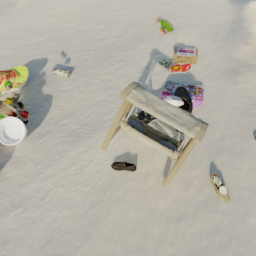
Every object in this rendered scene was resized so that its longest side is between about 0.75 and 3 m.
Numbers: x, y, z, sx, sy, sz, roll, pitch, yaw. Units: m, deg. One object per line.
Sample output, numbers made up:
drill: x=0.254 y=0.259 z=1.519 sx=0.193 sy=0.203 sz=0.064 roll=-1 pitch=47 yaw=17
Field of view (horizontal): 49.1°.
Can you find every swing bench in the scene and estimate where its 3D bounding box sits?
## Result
swing bench: x=0.882 y=0.066 z=8.993 sx=2.592 sy=2.606 sz=1.691 roll=32 pitch=44 yaw=8

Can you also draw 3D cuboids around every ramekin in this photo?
ramekin: x=-4.409 y=0.128 z=10.698 sx=1.087 sy=1.087 sz=0.530 roll=-5 pitch=-3 yaw=-6

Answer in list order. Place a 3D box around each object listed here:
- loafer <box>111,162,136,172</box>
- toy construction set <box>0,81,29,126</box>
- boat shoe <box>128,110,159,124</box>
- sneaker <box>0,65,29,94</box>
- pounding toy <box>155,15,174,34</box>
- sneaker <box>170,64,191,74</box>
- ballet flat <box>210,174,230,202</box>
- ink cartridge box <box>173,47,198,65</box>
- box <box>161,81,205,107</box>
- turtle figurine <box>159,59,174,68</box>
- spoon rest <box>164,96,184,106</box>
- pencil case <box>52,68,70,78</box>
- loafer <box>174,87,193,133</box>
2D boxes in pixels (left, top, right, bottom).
loafer: x=-0.147 y=1.299 z=9.862 sx=0.905 sy=0.323 sz=0.330 roll=4 pitch=41 yaw=5
toy construction set: x=-5.085 y=-1.123 z=11.264 sx=2.055 sy=2.463 sz=1.893 roll=-4 pitch=35 yaw=-17
boat shoe: x=0.944 y=-0.608 z=11.811 sx=2.205 sy=0.665 sz=0.814 roll=-14 pitch=43 yaw=-16
sneaker: x=-5.770 y=-2.276 z=13.135 sx=1.052 sy=1.216 sz=2.692 roll=44 pitch=57 yaw=4
pounding toy: x=2.377 y=-6.875 z=19.046 sx=1.409 sy=0.654 sz=1.087 roll=36 pitch=7 yaw=-10
sneaker: x=1.901 y=-2.159 z=10.074 sx=0.800 sy=0.340 sz=0.308 roll=-13 pitch=74 yaw=-1
ballet flat: x=2.994 y=1.919 z=9.130 sx=0.371 sy=0.344 sz=1.053 roll=-12 pitch=42 yaw=-13
ink cartridge box: x=3.306 y=-4.148 z=16.041 sx=1.370 sy=0.515 sz=1.129 roll=6 pitch=42 yaw=8
box: x=2.614 y=-1.637 z=13.231 sx=1.891 sy=0.370 sz=1.294 roll=12 pitch=42 yaw=13
turtle figurine: x=2.160 y=-3.552 z=15.398 sx=0.693 sy=0.466 sz=0.926 roll=-10 pitch=24 yaw=-32
spoon rest: x=1.383 y=-0.980 z=11.139 sx=1.670 sy=0.830 sz=0.506 roll=2 pitch=79 yaw=26
pencil case: x=-3.490 y=-2.911 z=14.707 sx=0.957 sy=0.372 sz=0.428 roll=15 pitch=34 yaw=17
loafer: x=2.348 y=-0.987 z=11.822 sx=0.890 sy=0.884 sz=2.445 roll=-3 pitch=49 yaw=5
